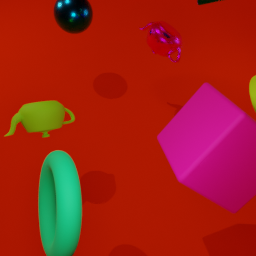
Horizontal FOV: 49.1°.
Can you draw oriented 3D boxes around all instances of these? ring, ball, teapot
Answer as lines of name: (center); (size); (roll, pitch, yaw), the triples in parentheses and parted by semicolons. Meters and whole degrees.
ring: (-1.076, 1.165, 4.270); (0.329, 1.646, 1.646); (2, 56, -27)
ball: (-1.518, -3.188, 7.799); (1.085, 1.085, 1.085); (0, 60, 0)
teapot: (-1.837, -0.164, 5.898); (1.531, 0.952, 0.749); (-11, 95, -35)
teapot: (0.831, -2.217, 7.050); (0.932, 0.734, 1.499); (-15, 63, -49)

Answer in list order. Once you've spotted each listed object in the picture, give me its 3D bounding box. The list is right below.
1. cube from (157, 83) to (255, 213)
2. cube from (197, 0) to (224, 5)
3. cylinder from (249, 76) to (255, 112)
cube: (1.357, 0.273, 4.151); (1.183, 1.183, 1.183); (32, 18, -24)
cube: (1.768, -3.129, 5.408); (0.932, 0.932, 0.932); (-4, 54, 20)
cylinder: (2.277, -0.474, 3.820); (0.862, 0.862, 0.862); (17, 63, -37)
